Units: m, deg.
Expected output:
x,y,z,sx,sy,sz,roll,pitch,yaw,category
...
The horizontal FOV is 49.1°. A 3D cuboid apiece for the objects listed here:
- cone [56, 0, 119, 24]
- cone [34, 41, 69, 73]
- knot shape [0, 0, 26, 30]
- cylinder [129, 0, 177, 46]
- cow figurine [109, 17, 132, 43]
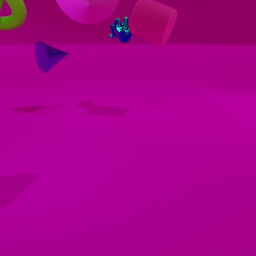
x,y,z,sx,sy,sz,roll,pitch,yaw,category
-0.596,-1.998,4.250,1.116,1.116,1.120,-3,36,-8,cone
-2.782,-2.783,10.758,1.169,1.165,1.165,-20,27,-36,cone
-2.787,-2.856,5.773,0.898,1.819,1.944,42,12,6,knot shape
0.892,-3.770,9.930,1.295,1.295,1.295,27,24,10,cylinder
-0.295,-3.757,11.085,0.712,1.276,1.297,-14,66,-18,cow figurine
